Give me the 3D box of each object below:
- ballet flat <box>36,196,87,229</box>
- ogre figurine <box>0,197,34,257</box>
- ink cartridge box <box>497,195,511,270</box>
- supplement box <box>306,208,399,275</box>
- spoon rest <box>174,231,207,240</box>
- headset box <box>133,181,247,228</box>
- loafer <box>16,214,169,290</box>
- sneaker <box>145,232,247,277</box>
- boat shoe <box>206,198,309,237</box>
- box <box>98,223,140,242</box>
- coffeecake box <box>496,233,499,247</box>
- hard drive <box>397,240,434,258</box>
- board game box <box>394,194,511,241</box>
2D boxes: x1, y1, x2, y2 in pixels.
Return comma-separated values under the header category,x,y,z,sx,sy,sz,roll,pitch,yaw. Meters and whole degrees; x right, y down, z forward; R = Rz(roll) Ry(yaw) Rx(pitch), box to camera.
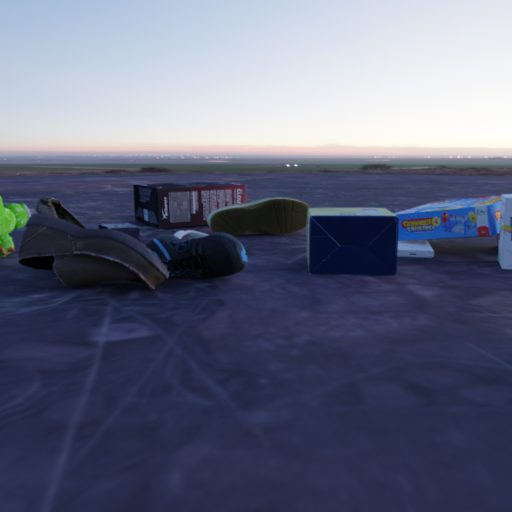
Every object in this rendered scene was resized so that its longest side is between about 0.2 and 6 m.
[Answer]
category,x,y,z,sx,sy,sz,roll,pitch,yaw
ballet flat,-3.245,-0.501,9.905,1.615,0.374,0.544,43,30,9
ogre figurine,-5.577,-0.550,11.018,1.587,1.298,2.646,-9,-4,18
ink cartridge box,4.801,-0.461,10.301,0.578,1.322,0.960,4,11,18
supplement box,1.707,-0.313,10.290,1.535,1.030,1.533,1,11,4
spoon rest,-1.287,-0.350,11.962,0.778,0.475,1.566,1,11,32
headset box,-1.838,-1.580,16.634,3.036,1.172,2.259,-8,13,-27
loafer,-2.637,0.138,8.896,2.747,0.975,1.003,13,-24,25
sneaker,-1.126,0.104,9.331,2.131,0.780,0.873,-1,22,34
boat shoe,0.079,-0.999,14.286,2.648,0.966,0.833,-10,17,-12
box,-3.099,-0.473,12.687,0.740,0.460,0.746,-6,12,-30
coffeecake box,5.967,-0.411,11.863,1.098,0.523,1.430,-2,5,-6
hard drive,3.258,-0.159,11.841,0.821,0.166,1.244,2,12,11
board game box,4.426,-0.842,12.104,2.135,0.609,2.180,-3,9,44
